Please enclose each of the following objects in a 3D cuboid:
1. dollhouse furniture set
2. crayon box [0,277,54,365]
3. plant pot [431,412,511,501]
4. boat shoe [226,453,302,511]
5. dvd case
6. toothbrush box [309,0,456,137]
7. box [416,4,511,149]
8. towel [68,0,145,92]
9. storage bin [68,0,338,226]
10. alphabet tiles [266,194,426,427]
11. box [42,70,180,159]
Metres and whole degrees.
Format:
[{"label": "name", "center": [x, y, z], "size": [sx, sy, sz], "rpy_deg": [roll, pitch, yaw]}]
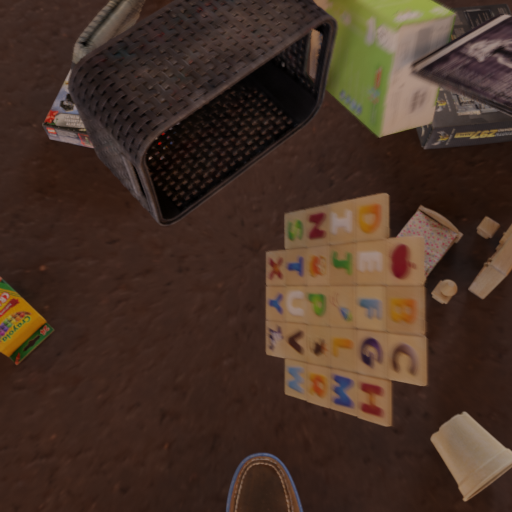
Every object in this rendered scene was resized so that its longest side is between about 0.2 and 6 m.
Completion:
[{"label": "dollhouse furniture set", "center": [3.171, -0.453, 9.253], "size": [2.255, 1.101, 1.923], "rpy_deg": [37, 70, 16]}, {"label": "crayon box", "center": [-3.981, 1.029, 8.985], "size": [1.264, 0.321, 0.803], "rpy_deg": [37, 70, 16]}, {"label": "plant pot", "center": [3.011, 2.760, 7.899], "size": [0.986, 0.986, 0.903], "rpy_deg": [-29, 56, -13]}, {"label": "boat shoe", "center": [0.170, 4.077, 7.104], "size": [1.103, 1.105, 3.053], "rpy_deg": [-3, 65, -2]}, {"label": "dvd case", "center": [2.876, -2.158, 6.264], "size": [1.427, 0.153, 1.919], "rpy_deg": [-31, 41, -7]}, {"label": "toothbrush box", "center": [1.663, -2.966, 8.001], "size": [0.931, 1.574, 2.162], "rpy_deg": [-18, 45, -17]}, {"label": "box", "center": [4.080, -3.537, 10.900], "size": [2.292, 0.742, 2.907], "rpy_deg": [-6, 65, -4]}, {"label": "towel", "center": [-2.195, -3.517, 8.685], "size": [0.348, 1.939, 2.014], "rpy_deg": [35, 74, -16]}, {"label": "storage bin", "center": [-0.596, -2.089, 7.287], "size": [3.049, 2.061, 1.429], "rpy_deg": [-40, 73, -16]}, {"label": "alphabet tiles", "center": [0.848, 0.565, 6.379], "size": [0.088, 2.794, 2.325], "rpy_deg": [3, 86, -30]}, {"label": "box", "center": [-2.628, -2.751, 10.680], "size": [2.337, 0.466, 1.600], "rpy_deg": [13, 65, 6]}]
